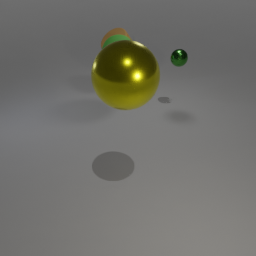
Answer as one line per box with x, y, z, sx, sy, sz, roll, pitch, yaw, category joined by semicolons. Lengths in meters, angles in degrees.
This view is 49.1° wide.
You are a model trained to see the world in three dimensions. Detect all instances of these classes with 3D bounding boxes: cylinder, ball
-0.373;-3.847;13.572;1.400;1.400;1.400;-12;62;24;cylinder
-0.380;-3.131;11.584;1.400;1.400;1.400;0;31;0;ball
2.066;-2.831;11.317;0.700;0.700;0.700;0;31;0;ball
-0.048;-1.058;5.693;1.400;1.400;1.400;0;31;0;ball
